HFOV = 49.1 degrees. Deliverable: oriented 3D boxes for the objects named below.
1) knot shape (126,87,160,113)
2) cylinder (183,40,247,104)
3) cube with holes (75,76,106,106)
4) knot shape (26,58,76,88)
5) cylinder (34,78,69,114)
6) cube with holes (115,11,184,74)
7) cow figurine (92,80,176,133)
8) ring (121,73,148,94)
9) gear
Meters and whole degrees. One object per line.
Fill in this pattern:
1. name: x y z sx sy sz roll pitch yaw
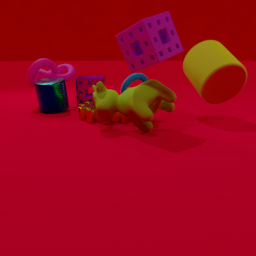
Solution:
1. knot shape: 0.365 -0.737 7.583 1.078 0.498 1.009 20 18 7
2. cylinder: 2.376 -1.556 7.793 1.300 1.300 1.300 -4 44 -16
3. cube with holes: -1.358 -1.401 10.411 0.991 0.991 0.991 0 15 -1
4. knot shape: -2.811 -1.841 9.668 1.735 0.802 1.623 -11 -2 24
5. cylinder: -2.405 -1.035 8.901 0.941 0.941 0.941 -4 22 2
6. cube with holes: 0.490 -1.919 6.354 0.924 0.924 0.924 -33 15 -37
7. cow figurine: 0.067 -0.681 6.709 1.713 0.940 1.686 -39 65 -18
8. ring: 0.261 -1.403 10.006 1.166 1.166 0.233 -9 36 -31
9. gear: -0.471 -0.506 8.252 1.936 0.358 1.936 0 15 0
